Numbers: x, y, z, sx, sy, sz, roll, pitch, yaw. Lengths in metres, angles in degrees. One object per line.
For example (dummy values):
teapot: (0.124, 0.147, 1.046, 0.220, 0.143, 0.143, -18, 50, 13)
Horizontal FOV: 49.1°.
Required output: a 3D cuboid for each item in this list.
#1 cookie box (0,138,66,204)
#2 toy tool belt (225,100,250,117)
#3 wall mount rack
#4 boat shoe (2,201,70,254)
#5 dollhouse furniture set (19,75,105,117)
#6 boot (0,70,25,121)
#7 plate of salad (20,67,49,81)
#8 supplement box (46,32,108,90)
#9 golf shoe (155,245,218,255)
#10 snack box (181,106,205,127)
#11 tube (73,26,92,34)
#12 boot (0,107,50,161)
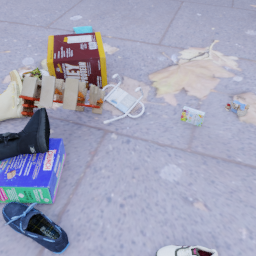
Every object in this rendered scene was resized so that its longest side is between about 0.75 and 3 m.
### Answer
cookie box: (-3.376, 1.304, 8.926, 2.381, 0.895, 2.037, 1, 42, 2)
toy tool belt: (4.470, -0.908, 11.427, 0.917, 0.563, 0.572, 28, 51, 25)
wall mount rack: (-0.583, -1.085, 11.423, 2.402, 0.895, 2.087, 36, 77, 32)
boat shoe: (-2.554, 2.555, 7.766, 2.276, 0.781, 0.958, 18, 47, 17)
dollhouse furniture set: (-2.443, -0.960, 10.287, 2.792, 1.454, 2.823, 9, 2, 12)
boot: (-5.121, -1.267, 11.439, 1.865, 0.873, 2.399, -18, 64, -15)
plate of salad: (-4.443, -2.254, 12.884, 1.823, 0.438, 1.823, 1, 44, -1)
supplement box: (-2.310, -3.027, 12.804, 2.446, 1.624, 2.412, -7, 45, -7)
golf shoe: (1.494, 3.221, 7.178, 1.585, 0.698, 0.612, 0, 46, 2)
snack box: (2.522, -0.450, 10.933, 0.853, 0.607, 0.226, 21, 48, 19)
tube: (-2.408, -5.207, 15.746, 1.144, 0.745, 2.956, -3, 39, -14)
boot: (-3.530, 0.170, 8.921, 1.958, 0.890, 2.330, -9, 33, -8)
